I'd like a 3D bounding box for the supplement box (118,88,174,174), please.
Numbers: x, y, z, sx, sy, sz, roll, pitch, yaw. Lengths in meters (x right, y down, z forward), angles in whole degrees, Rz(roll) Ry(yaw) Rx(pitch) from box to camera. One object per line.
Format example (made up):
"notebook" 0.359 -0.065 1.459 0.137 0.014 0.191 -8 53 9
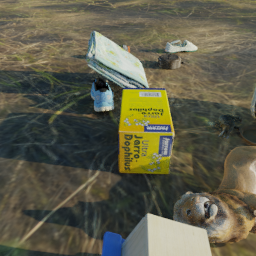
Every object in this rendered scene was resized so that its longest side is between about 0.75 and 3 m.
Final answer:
"supplement box" 0.392 -0.021 6.744 1.152 1.145 2.103 1 33 1

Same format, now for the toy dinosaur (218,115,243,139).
"toy dinosaur" 2.735 -0.195 7.674 0.597 0.449 1.168 8 36 0

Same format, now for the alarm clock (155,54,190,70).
"alarm clock" 1.879 -2.784 11.706 1.389 0.463 0.937 8 33 7

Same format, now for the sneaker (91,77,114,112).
"sneaker" -0.787 -1.245 8.883 0.751 0.862 1.916 -6 29 -10

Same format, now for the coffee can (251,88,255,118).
"coffee can" 4.753 -0.628 7.029 1.853 1.853 2.532 -26 41 -34

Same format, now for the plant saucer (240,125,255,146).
"plant saucer" 3.419 0.216 7.313 0.956 0.141 0.956 0 34 0

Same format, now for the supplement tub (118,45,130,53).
"supplement tub" -0.427 -3.386 12.458 0.981 0.601 0.601 -3 33 -4

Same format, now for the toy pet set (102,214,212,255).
"toy pet set" 0.101 2.295 2.907 2.708 1.438 2.529 20 36 -13

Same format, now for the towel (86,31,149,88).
"towel" -0.337 -2.205 9.436 2.316 0.558 1.982 28 33 -25

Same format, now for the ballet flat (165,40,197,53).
"ballet flat" 2.570 -3.898 13.309 1.669 0.579 0.579 -8 34 -13

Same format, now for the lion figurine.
"lion figurine" 2.094 1.050 5.148 1.752 1.037 2.860 6 29 33
